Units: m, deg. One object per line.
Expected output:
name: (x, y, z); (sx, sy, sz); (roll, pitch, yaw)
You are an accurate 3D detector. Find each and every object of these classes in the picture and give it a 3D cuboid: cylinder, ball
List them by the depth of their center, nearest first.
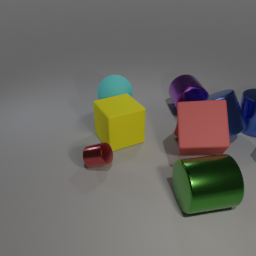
cylinder: (2.063, 1.459, 7.412); (1.400, 1.400, 1.400); (-6, 33, -9)
cylinder: (-0.930, 0.842, 8.719); (0.700, 0.700, 0.700); (-13, 25, 26)
cylinder: (3.322, -0.483, 10.037); (1.400, 1.400, 1.400); (-23, 10, 4)
cylinder: (4.962, -0.605, 10.652); (1.400, 1.400, 1.400); (0, 30, 0)
ball: (-0.512, -1.401, 11.136); (1.400, 1.400, 1.400); (0, 32, 0)
cylinder: (2.564, -1.375, 11.902); (1.400, 1.400, 1.400); (-3, 32, -5)

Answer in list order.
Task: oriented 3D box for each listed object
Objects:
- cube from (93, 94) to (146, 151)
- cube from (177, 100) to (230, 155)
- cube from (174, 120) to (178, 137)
cube: (-0.320, -0.231, 10.090); (1.400, 1.400, 1.400); (-15, 35, -23)
cube: (2.253, 0.037, 8.625); (1.400, 1.400, 1.400); (-2, 76, 10)
cube: (2.209, 0.062, 10.146); (0.700, 0.700, 0.700); (-7, 33, -28)
